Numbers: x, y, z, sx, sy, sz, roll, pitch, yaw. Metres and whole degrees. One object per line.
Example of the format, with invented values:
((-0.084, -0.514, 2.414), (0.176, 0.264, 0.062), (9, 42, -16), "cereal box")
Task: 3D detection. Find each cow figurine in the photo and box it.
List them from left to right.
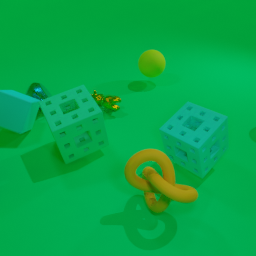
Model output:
((-0.792, -0.902, 9.360), (1.067, 0.595, 1.084), (10, 8, -7), "cow figurine")

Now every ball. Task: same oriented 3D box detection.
((0.921, -2.490, 10.871), (1.052, 1.052, 1.052), (0, 34, 0), "ball")

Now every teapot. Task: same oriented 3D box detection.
((-3.016, -1.022, 9.356), (0.757, 0.962, 1.547), (-35, 32, 5), "teapot")

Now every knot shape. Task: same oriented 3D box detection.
((0.586, 1.164, 5.661), (1.473, 1.378, 0.680), (35, 57, 9), "knot shape")

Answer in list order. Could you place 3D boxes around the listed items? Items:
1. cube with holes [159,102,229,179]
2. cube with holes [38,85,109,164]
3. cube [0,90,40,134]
((1.601, 0.264, 6.687), (1.098, 1.098, 1.098), (-42, 47, -22), "cube with holes")
((-1.384, -0.105, 7.289), (1.246, 1.246, 1.246), (-24, 48, -15), "cube with holes")
((-3.225, -0.488, 8.065), (0.953, 0.953, 0.953), (20, 7, -4), "cube")
